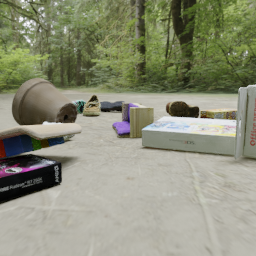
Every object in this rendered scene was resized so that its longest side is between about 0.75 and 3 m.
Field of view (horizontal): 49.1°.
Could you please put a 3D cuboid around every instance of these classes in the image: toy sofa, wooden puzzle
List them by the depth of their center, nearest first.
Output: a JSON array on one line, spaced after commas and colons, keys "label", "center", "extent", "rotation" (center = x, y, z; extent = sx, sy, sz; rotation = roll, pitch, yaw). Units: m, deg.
[{"label": "wooden puzzle", "center": [-2.312, 0.327, 5.398], "extent": [2.376, 0.550, 2.201], "rotation": [-8, 1, 10]}, {"label": "toy sofa", "center": [0.096, -0.326, 9.437], "extent": [1.117, 0.948, 2.290], "rotation": [0, 9, -7]}]

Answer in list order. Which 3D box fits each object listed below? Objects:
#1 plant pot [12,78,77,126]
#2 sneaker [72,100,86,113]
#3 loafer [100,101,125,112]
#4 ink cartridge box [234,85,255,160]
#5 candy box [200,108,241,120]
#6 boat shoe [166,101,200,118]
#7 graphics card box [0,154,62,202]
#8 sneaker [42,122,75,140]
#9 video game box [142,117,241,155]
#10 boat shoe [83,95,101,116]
[{"label": "plant pot", "center": [-2.654, -0.607, 9.452], "extent": [1.585, 1.827, 1.827], "rotation": [22, 18, 26]}, {"label": "sneaker", "center": [-3.298, -1.181, 15.435], "extent": [1.382, 0.768, 1.976], "rotation": [7, 11, 34]}, {"label": "loafer", "center": [-1.031, -1.160, 16.419], "extent": [2.004, 0.631, 0.720], "rotation": [-1, 39, 22]}, {"label": "ink cartridge box", "center": [3.329, -0.179, 6.360], "extent": [0.917, 1.595, 2.724], "rotation": [8, 12, 39]}, {"label": "candy box", "center": [4.263, -0.608, 12.740], "extent": [1.686, 0.466, 0.973], "rotation": [-4, 10, -22]}, {"label": "boat shoe", "center": [2.221, -0.714, 11.953], "extent": [0.754, 0.804, 2.233], "rotation": [12, 5, 41]}, {"label": "graphics card box", "center": [-1.911, 0.766, 4.273], "extent": [0.969, 0.393, 1.545], "rotation": [7, 10, 41]}, {"label": "sneaker", "center": [-1.943, 0.096, 7.868], "extent": [0.795, 0.597, 1.596], "rotation": [0, 9, 3]}, {"label": "video game box", "center": [1.810, 0.132, 7.608], "extent": [2.332, 0.546, 2.124], "rotation": [4, 10, 23]}, {"label": "boat shoe", "center": [-1.924, -1.196, 15.014], "extent": [0.927, 0.792, 2.528], "rotation": [1, 16, -7]}]
